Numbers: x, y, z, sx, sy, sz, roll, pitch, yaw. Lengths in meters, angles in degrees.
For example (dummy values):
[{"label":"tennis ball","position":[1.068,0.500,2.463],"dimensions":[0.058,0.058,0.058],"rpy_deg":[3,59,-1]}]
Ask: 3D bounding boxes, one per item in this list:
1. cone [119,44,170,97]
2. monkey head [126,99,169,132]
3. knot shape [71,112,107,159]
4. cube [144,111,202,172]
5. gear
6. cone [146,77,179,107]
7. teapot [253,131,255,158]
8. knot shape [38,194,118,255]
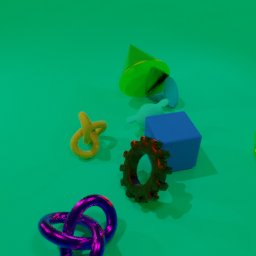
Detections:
[{"label":"cone","position":[0.302,-2.155,9.054],"dimensions":[1.653,1.653,1.659],"rpy_deg":[-11,59,-13]},{"label":"monkey head","position":[0.554,-0.397,7.892],"dimensions":[1.291,0.778,0.929],"rpy_deg":[-27,46,-3]},{"label":"knot shape","position":[-0.960,0.142,7.249],"dimensions":[0.540,1.169,1.094],"rpy_deg":[11,15,26]},{"label":"cube","position":[1.041,0.349,6.850],"dimensions":[1.043,1.043,1.043],"rpy_deg":[-9,40,-11]},{"label":"gear","position":[0.339,0.882,5.997],"dimensions":[0.255,1.378,1.378],"rpy_deg":[14,28,-37]},{"label":"cone","position":[0.982,-1.079,9.036],"dimensions":[0.972,0.968,0.968],"rpy_deg":[-6,31,36]},{"label":"teapot","position":[3.738,0.264,6.827],"dimensions":[2.022,1.257,0.990],"rpy_deg":[-40,48,-1]},{"label":"knot shape","position":[-0.980,1.885,5.180],"dimensions":[1.380,0.682,1.475],"rpy_deg":[14,46,11]}]
